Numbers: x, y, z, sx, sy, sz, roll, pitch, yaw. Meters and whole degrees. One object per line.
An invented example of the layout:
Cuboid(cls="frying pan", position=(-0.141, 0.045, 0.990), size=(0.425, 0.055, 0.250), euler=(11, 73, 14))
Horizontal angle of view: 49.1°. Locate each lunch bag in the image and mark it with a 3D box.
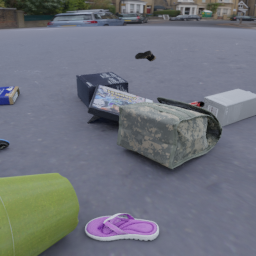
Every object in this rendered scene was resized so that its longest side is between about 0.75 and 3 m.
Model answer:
Cuboid(cls="lunch bag", position=(1.524, -0.046, 9.649), size=(2.440, 1.750, 2.976), euler=(21, 24, 41))

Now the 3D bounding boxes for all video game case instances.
Cuboid(cls="video game case", position=(-0.190, -0.921, 11.881), size=(2.718, 0.347, 2.456), euler=(16, 29, -7))

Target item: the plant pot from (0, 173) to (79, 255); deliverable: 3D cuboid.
Cuboid(cls="plant pot", position=(-2.214, 1.817, 5.650), size=(2.266, 2.266, 2.152), euler=(23, 22, 39))

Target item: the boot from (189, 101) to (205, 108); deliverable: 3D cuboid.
Cuboid(cls="boot", position=(2.479, -0.820, 11.070), size=(1.017, 0.368, 0.734), euler=(-20, 5, -6))

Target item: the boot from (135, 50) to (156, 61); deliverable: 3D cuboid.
Cuboid(cls="boot", position=(0.891, -3.542, 13.988), size=(0.926, 0.339, 0.697), euler=(-12, -15, 31))

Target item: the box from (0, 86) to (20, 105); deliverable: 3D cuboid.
Cuboid(cls="box", position=(-7.239, -1.609, 14.324), size=(2.944, 0.477, 1.783), euler=(-6, 26, -9))

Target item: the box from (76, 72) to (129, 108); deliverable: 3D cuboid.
Cuboid(cls="box", position=(-1.342, -1.959, 14.197), size=(2.045, 1.169, 2.246), euler=(-9, 27, -22))

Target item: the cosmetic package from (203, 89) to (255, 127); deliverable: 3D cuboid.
Cuboid(cls="cosmetic package", position=(4.549, -0.959, 12.352), size=(2.369, 1.068, 1.265), euler=(-12, 29, -29))

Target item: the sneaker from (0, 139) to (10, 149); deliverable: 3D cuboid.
Cuboid(cls="sneaker", position=(-4.676, 0.709, 9.674), size=(1.129, 0.400, 0.468), euler=(-13, 44, -23))

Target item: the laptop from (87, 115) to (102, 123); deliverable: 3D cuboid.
Cuboid(cls="laptop", position=(-0.556, -0.472, 12.384), size=(1.791, 1.038, 1.677), euler=(31, 29, -1))

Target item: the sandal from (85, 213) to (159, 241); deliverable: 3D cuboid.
Cuboid(cls="sandal", position=(-0.137, 2.204, 6.442), size=(1.689, 0.415, 0.687), euler=(1, 26, 1))
